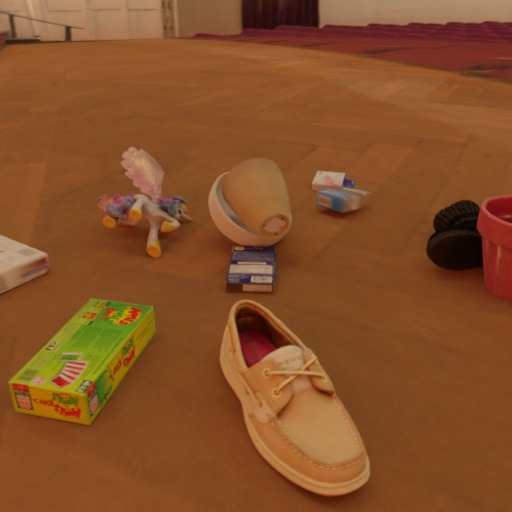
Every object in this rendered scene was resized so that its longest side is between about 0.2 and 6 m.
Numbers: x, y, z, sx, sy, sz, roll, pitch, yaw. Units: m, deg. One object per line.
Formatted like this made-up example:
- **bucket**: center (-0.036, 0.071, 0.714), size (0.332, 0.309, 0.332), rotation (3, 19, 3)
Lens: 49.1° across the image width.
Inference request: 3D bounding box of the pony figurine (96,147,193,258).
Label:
- **pony figurine**: center (-2.254, -0.974, 11.158), size (1.906, 1.644, 1.974), rotation (33, 24, -6)

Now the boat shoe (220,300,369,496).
- **boat shoe**: center (0.296, 1.470, 6.535), size (1.059, 0.994, 2.874), rotation (-13, 30, -24)

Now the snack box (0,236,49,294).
- **snack box**: center (-5.424, -0.106, 10.270), size (3.468, 0.422, 1.247), rotation (17, 31, 30)

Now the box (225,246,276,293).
- **box**: center (-0.068, 0.218, 9.855), size (0.828, 0.221, 1.366), rotation (2, 29, 3)

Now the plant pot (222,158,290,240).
- **plant pot**: center (0.120, -0.942, 10.352), size (1.224, 1.224, 1.307), rotation (-9, 44, -16)

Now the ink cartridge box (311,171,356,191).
- **ink cartridge box**: center (1.948, -1.850, 13.966), size (1.009, 0.218, 0.990), rotation (5, 27, 12)

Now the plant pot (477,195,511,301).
- **plant pot**: center (4.375, -0.079, 9.141), size (1.569, 1.405, 1.569), rotation (-1, 26, 0)

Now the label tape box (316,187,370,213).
- **label tape box**: center (1.951, -1.269, 12.463), size (0.754, 0.348, 1.052), rotation (20, 24, 40)

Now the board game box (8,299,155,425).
- **board game box**: center (-2.203, 1.309, 7.436), size (1.010, 0.473, 1.988), rotation (6, 28, 12)

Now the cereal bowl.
- **cereal bowl**: center (-0.198, -0.812, 10.962), size (1.691, 0.704, 1.691), rotation (19, 46, -21)

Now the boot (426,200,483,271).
- **boot**: center (3.731, -0.439, 10.491), size (2.064, 0.777, 1.543), rotation (0, 32, -23)
